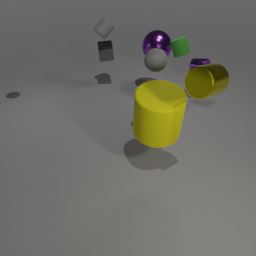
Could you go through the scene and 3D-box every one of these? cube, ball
[{"bbox_3d":[-1.082,-3.753,13.654,0.700,0.700,0.700,-7,55,-2],"label":"cube"},{"bbox_3d":[0.838,-2.042,8.447,0.700,0.700,0.700,0,33,0],"label":"ball"},{"bbox_3d":[1.350,-3.820,13.042,1.400,1.400,1.400,0,33,0],"label":"ball"}]

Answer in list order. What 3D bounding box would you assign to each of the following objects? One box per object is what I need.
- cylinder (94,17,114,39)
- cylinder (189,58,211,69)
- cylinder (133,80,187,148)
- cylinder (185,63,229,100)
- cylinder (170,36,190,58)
[{"bbox_3d":[-1.129,-4.673,13.142,0.700,0.700,0.700,-48,39,7],"label":"cylinder"},{"bbox_3d":[3.237,-2.764,12.555,0.700,0.700,0.700,14,34,41],"label":"cylinder"},{"bbox_3d":[0.855,-0.397,7.905,1.400,1.400,1.400,1,44,-1],"label":"cylinder"},{"bbox_3d":[1.709,-1.017,6.071,0.700,0.700,0.700,-18,36,-41],"label":"cylinder"},{"bbox_3d":[2.218,-3.450,11.919,0.700,0.700,0.700,-19,16,6],"label":"cylinder"}]
